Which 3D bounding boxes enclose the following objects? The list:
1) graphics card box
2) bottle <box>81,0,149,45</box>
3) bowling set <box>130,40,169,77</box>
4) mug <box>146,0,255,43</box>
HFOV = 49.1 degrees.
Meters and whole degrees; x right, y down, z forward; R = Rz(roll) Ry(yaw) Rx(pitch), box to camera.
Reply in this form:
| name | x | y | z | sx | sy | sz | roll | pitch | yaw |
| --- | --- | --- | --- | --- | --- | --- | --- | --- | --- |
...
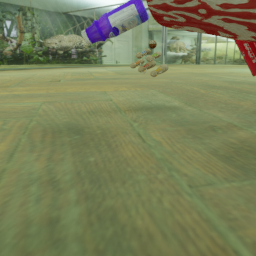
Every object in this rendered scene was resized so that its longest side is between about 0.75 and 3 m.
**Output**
| name | x | y | z | sx | sy | sz | roll | pitch | yaw |
| --- | --- | --- | --- | --- | --- | --- | --- | --- | --- |
| graphics card box | 3.967 | -2.540 | 7.752 | 2.155 | 1.352 | 0.548 | -35 | 8 | -24 |
| bottle | -0.373 | -2.868 | 7.680 | 1.861 | 0.607 | 0.777 | -23 | -5 | 11 |
| bowling set | 0.401 | -1.557 | 6.174 | 0.509 | 0.660 | 0.948 | -33 | 39 | -32 |
| mug | 1.823 | -1.990 | 2.766 | 2.891 | 2.567 | 1.929 | 17 | 12 | 28 |
